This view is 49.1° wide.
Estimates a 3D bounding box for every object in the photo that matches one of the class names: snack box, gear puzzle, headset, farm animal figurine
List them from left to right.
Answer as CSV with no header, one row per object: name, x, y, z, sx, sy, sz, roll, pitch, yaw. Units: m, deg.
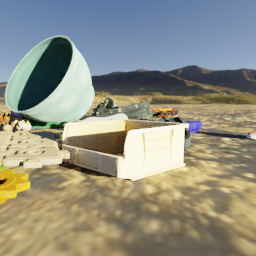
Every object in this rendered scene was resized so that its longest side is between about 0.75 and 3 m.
gear puzzle,-1.429,0.403,3.379,1.366,0.345,2.637,0,9,-19
farm animal figurine,-2.960,-0.084,7.235,0.939,0.495,0.950,12,1,-14
snack box,-3.487,-0.966,10.395,2.143,1.524,0.568,3,7,30
headset,0.601,0.182,4.971,0.983,0.748,1.592,-1,21,11

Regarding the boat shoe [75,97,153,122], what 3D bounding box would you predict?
boat shoe,-0.525,-0.547,9.204,2.825,0.937,1.056,3,7,30

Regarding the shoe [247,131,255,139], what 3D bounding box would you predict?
shoe,3.091,0.027,6.112,0.967,0.440,0.346,0,6,4

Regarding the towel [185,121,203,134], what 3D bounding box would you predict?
towel,1.101,0.034,6.647,0.988,0.331,1.338,0,6,33

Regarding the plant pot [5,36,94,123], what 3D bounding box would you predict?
plant pot,-1.797,-1.010,7.197,2.187,2.187,1.466,4,-24,35

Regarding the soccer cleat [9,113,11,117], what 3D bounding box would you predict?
soccer cleat,-4.616,-0.525,11.626,0.526,0.438,1.297,-6,8,3

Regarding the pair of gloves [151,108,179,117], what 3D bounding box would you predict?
pair of gloves,0.806,-0.562,11.523,2.433,0.338,2.730,-1,0,16

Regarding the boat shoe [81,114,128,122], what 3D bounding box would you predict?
boat shoe,-0.628,-0.056,7.377,1.290,0.443,0.365,-9,-33,-3

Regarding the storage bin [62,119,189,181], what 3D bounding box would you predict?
storage bin,-0.056,0.216,3.701,1.202,0.568,1.211,-5,8,-45

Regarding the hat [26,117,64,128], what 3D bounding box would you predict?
hat,-2.785,-0.803,8.996,1.404,1.492,1.695,-2,6,-18
